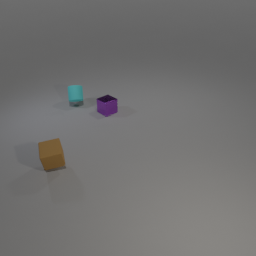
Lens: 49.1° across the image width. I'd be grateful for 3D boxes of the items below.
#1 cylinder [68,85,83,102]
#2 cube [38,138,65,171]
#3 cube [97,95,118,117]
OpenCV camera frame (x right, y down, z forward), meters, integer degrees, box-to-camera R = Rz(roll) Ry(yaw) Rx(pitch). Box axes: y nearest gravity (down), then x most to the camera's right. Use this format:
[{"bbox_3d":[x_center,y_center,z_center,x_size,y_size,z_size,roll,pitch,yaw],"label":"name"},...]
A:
[{"bbox_3d":[-2.525,-1.655,13.487,0.700,0.700,0.700,-5,-2,0],"label":"cylinder"},{"bbox_3d":[-2.540,0.875,9.354,0.700,0.700,0.700,-13,48,-9],"label":"cube"},{"bbox_3d":[-0.961,-1.044,12.983,0.700,0.700,0.700,-26,40,-36],"label":"cube"}]
